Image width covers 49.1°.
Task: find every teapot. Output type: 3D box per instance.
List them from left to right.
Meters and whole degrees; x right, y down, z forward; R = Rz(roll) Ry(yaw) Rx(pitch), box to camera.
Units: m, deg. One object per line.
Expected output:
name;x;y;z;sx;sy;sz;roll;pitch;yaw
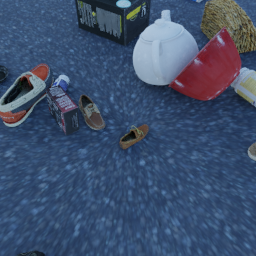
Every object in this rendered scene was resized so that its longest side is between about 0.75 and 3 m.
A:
teapot;1.250;-2.845;9.876;2.558;1.893;2.591;-31;42;-16

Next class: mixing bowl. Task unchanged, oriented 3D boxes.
mixing bowl;2.747;-1.872;9.350;1.408;2.600;2.600;45;60;1

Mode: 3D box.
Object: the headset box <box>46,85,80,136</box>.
headset box;-2.028;-0.529;8.847;0.534;1.029;1.383;-26;54;-26

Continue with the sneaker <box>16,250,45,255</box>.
sneaker;-1.745;3.617;5.514;1.452;0.969;2.535;-20;48;-8

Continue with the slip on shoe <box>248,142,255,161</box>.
slip on shoe;4.449;0.778;8.118;1.756;0.532;0.668;16;53;13

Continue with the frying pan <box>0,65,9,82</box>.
frying pan;-4.785;-1.811;10.416;1.001;0.269;1.656;-36;61;-25

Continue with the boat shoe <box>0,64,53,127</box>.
boat shoe;-3.466;-1.368;9.638;1.038;0.912;2.916;12;50;12

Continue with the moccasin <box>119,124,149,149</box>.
moccasin;0.194;0.201;8.656;1.117;0.431;0.409;-28;56;-21

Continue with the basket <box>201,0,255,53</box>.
basket;4.390;-4.366;11.573;1.769;1.695;2.375;-14;52;-9

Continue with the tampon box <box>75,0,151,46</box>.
tampon box;-0.642;-5.176;12.241;2.674;1.688;2.004;28;56;21

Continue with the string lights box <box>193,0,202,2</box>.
string lights box;3.308;-7.035;14.586;1.359;0.401;0.698;31;57;23

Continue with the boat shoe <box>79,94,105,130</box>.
boat shoe;-1.235;-0.534;9.187;0.567;0.538;1.498;-27;56;-21

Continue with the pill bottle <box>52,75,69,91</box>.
pill bottle;-2.418;-1.486;10.007;0.481;0.481;0.831;9;51;8

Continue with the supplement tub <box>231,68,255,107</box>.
supplement tub;4.301;-1.407;9.650;0.931;0.931;1.281;-27;56;-21
